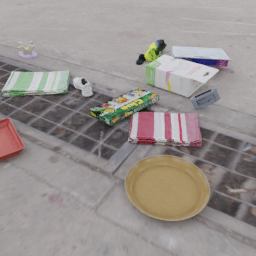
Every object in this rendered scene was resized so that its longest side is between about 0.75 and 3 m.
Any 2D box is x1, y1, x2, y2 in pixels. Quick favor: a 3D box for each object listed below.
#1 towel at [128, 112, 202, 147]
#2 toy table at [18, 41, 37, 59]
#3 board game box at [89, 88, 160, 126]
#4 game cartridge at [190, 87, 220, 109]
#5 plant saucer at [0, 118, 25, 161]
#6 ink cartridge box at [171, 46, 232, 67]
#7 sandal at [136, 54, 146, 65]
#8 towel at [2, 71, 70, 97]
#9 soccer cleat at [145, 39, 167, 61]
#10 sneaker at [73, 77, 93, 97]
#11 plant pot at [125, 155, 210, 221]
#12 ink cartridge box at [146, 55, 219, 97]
[{"bbox_3d":[1.285,-0.047,9.881,2.442,0.278,1.759,2,37,4],"label":"towel"},{"bbox_3d":[-5.380,-4.150,14.871,1.128,0.661,1.037,10,39,11],"label":"toy table"},{"bbox_3d":[-0.112,-0.899,10.846,2.513,0.295,1.316,-29,40,-32],"label":"board game box"},{"bbox_3d":[2.958,-1.101,10.702,1.036,0.690,0.215,-23,52,17],"label":"game cartridge"},{"bbox_3d":[-4.519,0.561,9.038,1.932,0.355,1.936,-22,42,-26],"label":"plant saucer"},{"bbox_3d":[3.466,-3.457,13.729,2.617,0.577,2.666,5,28,6],"label":"ink cartridge box"},{"bbox_3d":[0.708,-3.620,14.493,0.431,0.274,1.146,9,39,11],"label":"sandal"},{"bbox_3d":[-3.993,-2.056,12.450,2.676,0.313,2.041,-3,37,-4],"label":"towel"},{"bbox_3d":[1.344,-4.069,14.942,0.878,0.679,2.100,-10,31,40],"label":"soccer cleat"},{"bbox_3d":[-1.915,-1.928,11.938,0.557,0.740,1.487,-22,41,-24],"label":"sneaker"},{"bbox_3d":[1.059,1.628,7.698,2.294,0.315,2.294,-1,38,0],"label":"plant pot"},{"bbox_3d":[2.313,-2.232,12.154,2.735,0.921,1.602,24,43,29],"label":"ink cartridge box"}]
